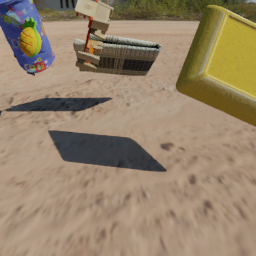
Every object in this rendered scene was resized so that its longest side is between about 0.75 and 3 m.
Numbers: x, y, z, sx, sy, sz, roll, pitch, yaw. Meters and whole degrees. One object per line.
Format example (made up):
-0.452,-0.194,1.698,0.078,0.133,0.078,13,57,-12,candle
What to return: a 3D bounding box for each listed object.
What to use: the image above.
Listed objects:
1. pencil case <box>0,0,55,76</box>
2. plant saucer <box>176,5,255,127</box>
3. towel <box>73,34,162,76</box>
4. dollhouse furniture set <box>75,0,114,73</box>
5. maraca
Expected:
-2.663,-2.471,7.031,1.094,2.519,0.983,-9,62,-2,pencil case
2.075,-1.214,5.145,1.904,1.905,0.461,23,-11,-5,plant saucer
-0.418,-2.257,8.910,2.541,0.439,2.446,3,-7,-6,towel
-0.576,-1.509,4.274,0.499,0.969,0.959,15,-19,-11,dollhouse furniture set
-2.144,-1.973,6.126,0.571,0.833,0.446,4,9,31,maraca
